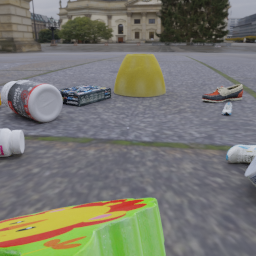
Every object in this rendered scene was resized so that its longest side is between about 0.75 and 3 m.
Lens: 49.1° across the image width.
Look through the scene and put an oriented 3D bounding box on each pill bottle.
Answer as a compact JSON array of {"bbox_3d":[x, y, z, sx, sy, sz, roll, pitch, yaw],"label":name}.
[{"bbox_3d":[-2.894,-0.846,8.274,1.855,1.075,1.075,15,23,39],"label":"pill bottle"},{"bbox_3d":[-2.619,0.299,5.566,0.989,0.561,0.561,-3,18,-9],"label":"pill bottle"}]

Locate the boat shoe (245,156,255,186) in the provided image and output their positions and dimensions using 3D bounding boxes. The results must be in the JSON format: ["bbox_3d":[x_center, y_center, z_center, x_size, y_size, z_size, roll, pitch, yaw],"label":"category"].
[{"bbox_3d":[2.811,0.462,4.687,0.890,1.002,2.724,48,47,14],"label":"boat shoe"}]

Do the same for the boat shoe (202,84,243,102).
[{"bbox_3d":[3.571,-1.306,10.555,1.774,0.555,0.631,-7,21,-17],"label":"boat shoe"}]

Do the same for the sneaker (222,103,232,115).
[{"bbox_3d":[3.133,-0.625,8.817,0.286,0.331,0.763,9,21,22],"label":"sneaker"}]

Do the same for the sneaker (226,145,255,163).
[{"bbox_3d":[2.274,0.513,5.309,0.854,0.327,0.345,-6,22,-13],"label":"sneaker"}]

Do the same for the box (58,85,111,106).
[{"bbox_3d":[-1.762,-1.277,10.648,1.470,0.425,1.849,12,21,32],"label":"box"}]

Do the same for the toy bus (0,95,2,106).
[{"bbox_3d":[-4.876,-0.851,9.196,1.306,0.511,0.425,-8,20,-24],"label":"toy bus"}]

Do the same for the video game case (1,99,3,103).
[{"bbox_3d":[-4.781,-1.106,10.624,1.401,0.126,1.003,-12,21,-31],"label":"video game case"}]

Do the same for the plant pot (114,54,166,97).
[{"bbox_3d":[0.515,-2.336,12.015,2.265,1.608,2.265,0,17,0],"label":"plant pot"}]

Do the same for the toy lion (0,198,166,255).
[{"bbox_3d":[-0.927,0.907,1.771,2.763,0.990,2.882,-6,-10,-21],"label":"toy lion"}]

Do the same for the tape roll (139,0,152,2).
[{"bbox_3d":[0.483,-5.233,10.086,1.368,0.478,1.368,28,-12,6],"label":"tape roll"}]
